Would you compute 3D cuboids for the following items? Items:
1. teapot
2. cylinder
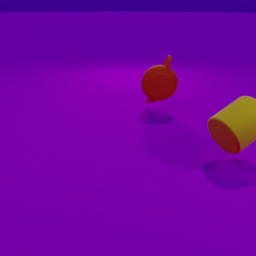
[{"bbox_3d":[1.013,-1.516,9.427,1.232,1.981,0.970,17,31,-12],"label":"teapot"},{"bbox_3d":[2.505,-0.067,6.362,0.983,0.983,0.983,-34,34,-12],"label":"cylinder"}]
